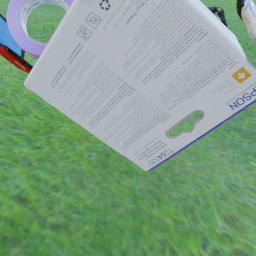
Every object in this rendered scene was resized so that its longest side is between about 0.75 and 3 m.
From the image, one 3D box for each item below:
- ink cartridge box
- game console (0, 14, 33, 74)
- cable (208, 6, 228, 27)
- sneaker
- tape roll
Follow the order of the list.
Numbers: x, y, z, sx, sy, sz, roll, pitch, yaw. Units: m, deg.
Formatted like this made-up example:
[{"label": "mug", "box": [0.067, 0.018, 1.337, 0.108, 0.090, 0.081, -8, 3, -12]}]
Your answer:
[{"label": "ink cartridge box", "box": [0.170, -0.799, 4.486, 2.857, 2.805, 0.619, 36, 39, -17]}, {"label": "game console", "box": [-3.065, -2.319, 7.693, 1.468, 1.704, 1.011, 26, 83, 21]}, {"label": "cable", "box": [3.306, -4.121, 10.749, 0.330, 1.059, 1.298, -43, 22, -11]}, {"label": "sneaker", "box": [3.654, -3.361, 8.263, 0.567, 1.565, 0.562, -19, -7, -3]}, {"label": "tape roll", "box": [-1.913, -2.524, 6.717, 1.764, 1.764, 0.579, -5, 1, -7]}]
